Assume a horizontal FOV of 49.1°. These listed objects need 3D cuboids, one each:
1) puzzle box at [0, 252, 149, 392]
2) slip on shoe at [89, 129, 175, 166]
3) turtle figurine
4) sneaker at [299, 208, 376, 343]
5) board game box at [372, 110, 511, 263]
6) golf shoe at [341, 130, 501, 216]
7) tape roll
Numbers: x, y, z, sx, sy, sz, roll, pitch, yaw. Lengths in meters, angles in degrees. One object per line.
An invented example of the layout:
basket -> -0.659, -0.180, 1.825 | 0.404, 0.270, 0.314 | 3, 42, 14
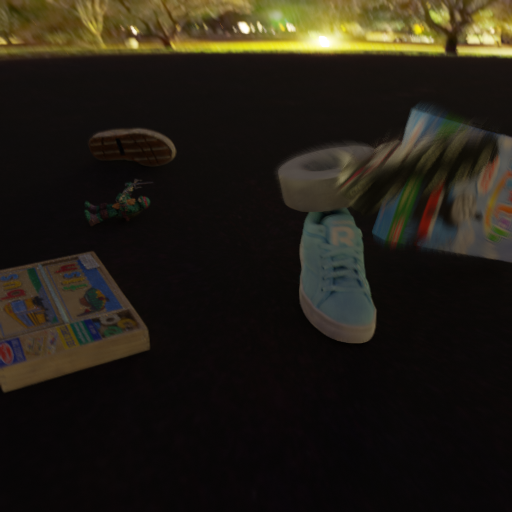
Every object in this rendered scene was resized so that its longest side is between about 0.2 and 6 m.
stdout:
puzzle box -> -2.937, 0.785, 8.194 | 1.896, 0.362, 2.850 | -14, 29, -26
slip on shoe -> -3.412, -3.129, 15.853 | 2.742, 1.042, 0.831 | 4, 31, 25
turtle figurine -> -2.821, -1.100, 11.786 | 1.499, 0.755, 1.122 | -19, 15, -6
sneaker -> 1.168, 0.037, 8.528 | 1.076, 1.193, 2.911 | -2, 35, -7
board game box -> 3.391, -1.044, 9.075 | 2.648, 2.003, 0.485 | 8, 18, -22
golf shoe -> 2.222, -1.378, 7.851 | 2.179, 0.841, 0.960 | -16, 41, 11
tape roll -> 1.253, -1.316, 9.381 | 1.708, 0.564, 1.708 | -11, 23, 5
